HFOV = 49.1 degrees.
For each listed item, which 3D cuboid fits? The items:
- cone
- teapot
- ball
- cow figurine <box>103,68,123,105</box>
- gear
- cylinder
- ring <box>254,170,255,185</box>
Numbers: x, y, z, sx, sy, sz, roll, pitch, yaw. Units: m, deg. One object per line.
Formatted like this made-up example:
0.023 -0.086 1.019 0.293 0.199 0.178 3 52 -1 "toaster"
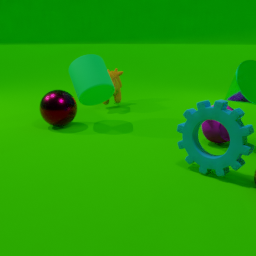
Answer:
2.346 -0.764 5.888 0.968 0.968 0.972 -8 -13 -23 "cone"
2.107 -0.104 6.256 1.474 0.916 0.722 34 -6 -28 "teapot"
-1.871 -0.534 7.561 1.001 1.001 1.001 0 18 0 "ball"
-0.614 -1.568 9.629 0.838 1.503 1.527 -6 -18 9 "cow figurine"
1.483 0.171 4.876 1.299 1.299 0.240 15 19 38 "gear"
-0.974 -1.269 7.507 0.995 0.995 0.995 -20 -21 -8 "cylinder"
2.867 0.893 4.272 1.745 0.349 1.745 0 19 0 "ring"
